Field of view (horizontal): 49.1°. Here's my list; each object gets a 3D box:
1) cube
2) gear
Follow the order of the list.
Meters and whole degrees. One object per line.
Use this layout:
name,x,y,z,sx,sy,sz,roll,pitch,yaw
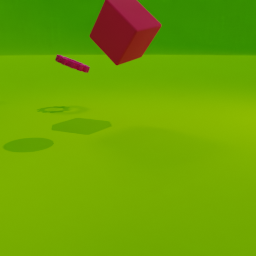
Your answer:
cube,-0.081,-2.637,7.605,1.197,1.197,1.197,48,44,10
gear,-1.993,-2.317,10.109,1.222,0.226,1.222,21,12,-5
